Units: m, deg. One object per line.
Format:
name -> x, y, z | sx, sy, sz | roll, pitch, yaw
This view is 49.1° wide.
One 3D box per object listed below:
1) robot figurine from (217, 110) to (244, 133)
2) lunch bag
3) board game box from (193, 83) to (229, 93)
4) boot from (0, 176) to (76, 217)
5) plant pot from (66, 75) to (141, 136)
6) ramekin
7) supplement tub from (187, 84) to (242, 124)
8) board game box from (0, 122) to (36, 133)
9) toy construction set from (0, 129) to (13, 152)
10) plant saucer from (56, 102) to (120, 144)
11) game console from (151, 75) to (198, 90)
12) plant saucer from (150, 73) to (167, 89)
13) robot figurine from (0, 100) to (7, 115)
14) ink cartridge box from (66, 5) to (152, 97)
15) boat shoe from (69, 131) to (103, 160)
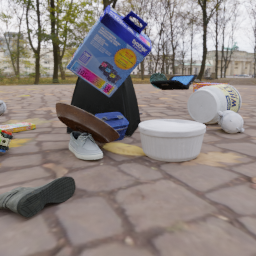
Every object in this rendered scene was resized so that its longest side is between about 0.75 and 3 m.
robot figurine -> 3.947, -0.245, 10.818 | 1.196, 0.797, 1.411 | 34, 13, -2
lunch bag -> -0.636, -0.085, 9.426 | 1.205, 0.797, 0.818 | -10, 41, -38
board game box -> 5.025, -1.917, 17.053 | 1.584, 1.585, 1.584 | 10, 15, 42
boot -> -1.660, 1.143, 5.036 | 0.866, 0.449, 1.326 | 1, 9, 33
plant pot -> -0.874, -1.070, 11.324 | 2.528, 2.248, 2.534 | 3, 11, 11
ramekin -> 1.222, 0.318, 7.883 | 1.874, 0.873, 1.874 | -1, 12, 0
supplement tub -> 3.952, -1.105, 12.832 | 1.704, 1.704, 2.351 | 11, 17, 42
board game box -> -4.628, 0.027, 10.985 | 0.848, 0.266, 1.775 | 9, 17, 40
toy construction set -> -4.100, 0.276, 7.918 | 1.347, 0.946, 2.054 | 21, 7, -33
plant saucer -> -1.230, -0.062, 8.056 | 2.046, 0.352, 2.046 | 26, -14, 7
game console -> 1.737, -1.844, 10.584 | 1.146, 0.758, 1.303 | 20, -9, -41
plant saucer -> 1.562, -2.387, 14.008 | 0.961, 0.961, 0.173 | 5, 44, 25
robot figurine -> -7.035, -1.046, 14.738 | 1.205, 0.802, 1.421 | -32, -4, 27
ink cartridge box -> -0.431, -2.311, 8.145 | 1.632, 2.393, 0.913 | 33, 29, -21
boat shoe -> -1.254, 0.444, 7.890 | 0.609, 0.622, 1.746 | -7, 13, -31
